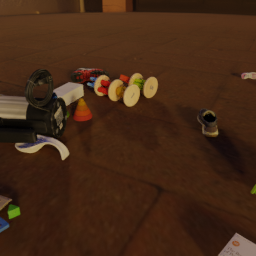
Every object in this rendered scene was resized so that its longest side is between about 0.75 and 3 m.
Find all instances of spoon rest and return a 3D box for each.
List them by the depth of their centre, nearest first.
[{"bbox_3d":[-2.716,0.525,8.802,1.784,0.541,0.887,11,32,18],"label":"spoon rest"}]

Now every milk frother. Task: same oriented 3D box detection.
[{"bbox_3d":[-3.406,-0.798,9.177,2.227,2.368,2.137,4,16,7],"label":"milk frother"}]

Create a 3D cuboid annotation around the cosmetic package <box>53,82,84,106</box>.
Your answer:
[{"bbox_3d":[-2.758,-1.498,12.526,0.809,0.568,1.595,13,31,23],"label":"cosmetic package"}]

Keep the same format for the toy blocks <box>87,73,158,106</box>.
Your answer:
[{"bbox_3d":[-0.352,-2.025,13.066,2.732,0.992,2.277,24,37,37],"label":"toy blocks"}]

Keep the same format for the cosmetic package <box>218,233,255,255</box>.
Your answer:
[{"bbox_3d":[2.540,2.673,4.894,1.808,0.458,0.746,25,36,38],"label":"cosmetic package"}]

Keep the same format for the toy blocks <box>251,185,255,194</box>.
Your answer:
[{"bbox_3d":[4.314,1.408,6.878,2.173,1.086,1.485,-23,47,-35],"label":"toy blocks"}]

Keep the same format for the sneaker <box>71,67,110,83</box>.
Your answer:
[{"bbox_3d":[-2.011,-2.869,14.916,2.021,0.714,0.987,-4,31,-5],"label":"sneaker"}]

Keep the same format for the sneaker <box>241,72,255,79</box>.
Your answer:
[{"bbox_3d":[6.652,-2.903,15.408,0.908,0.365,0.402,0,21,2],"label":"sneaker"}]

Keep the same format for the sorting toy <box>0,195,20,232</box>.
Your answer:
[{"bbox_3d":[-3.587,1.934,6.444,2.358,0.321,1.328,11,26,19],"label":"sorting toy"}]

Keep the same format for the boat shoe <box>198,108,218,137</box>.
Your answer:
[{"bbox_3d":[2.986,-0.353,10.332,0.685,0.630,1.918,3,28,6],"label":"boat shoe"}]

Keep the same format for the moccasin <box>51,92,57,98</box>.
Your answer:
[{"bbox_3d":[-3.189,-1.090,11.339,1.035,0.353,0.416,-27,-27,27],"label":"moccasin"}]

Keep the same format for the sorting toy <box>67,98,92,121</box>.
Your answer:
[{"bbox_3d":[-2.595,-0.810,11.010,2.363,0.814,0.819,2,29,3],"label":"sorting toy"}]
